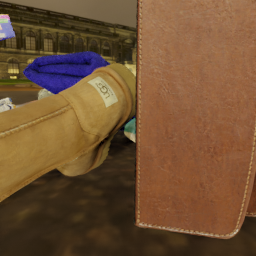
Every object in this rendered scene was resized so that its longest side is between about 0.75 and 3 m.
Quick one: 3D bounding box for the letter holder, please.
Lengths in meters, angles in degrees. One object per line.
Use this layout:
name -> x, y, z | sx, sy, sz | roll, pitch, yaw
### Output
letter holder -> 0.944, -0.254, 2.541 | 1.553, 2.185, 1.099 | 3, 10, 17

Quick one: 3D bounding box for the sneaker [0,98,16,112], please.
sneaker -> -3.963, -0.498, 8.457 | 0.925, 0.790, 2.098 | -5, 10, -29

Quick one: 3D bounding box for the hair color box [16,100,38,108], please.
hair color box -> -3.831, -0.788, 10.954 | 0.644, 0.371, 1.161 | 7, 21, 37

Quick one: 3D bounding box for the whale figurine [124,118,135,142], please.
whale figurine -> 1.287, -0.237, 4.984 | 2.644, 1.372, 2.103 | -3, 10, -15

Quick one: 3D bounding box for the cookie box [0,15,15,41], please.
cookie box -> -2.750, -1.630, 4.872 | 1.121, 0.421, 0.959 | -8, 19, 17

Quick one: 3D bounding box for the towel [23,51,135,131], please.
towel -> -0.518, -0.541, 5.902 | 2.089, 0.701, 2.829 | 5, -17, 38

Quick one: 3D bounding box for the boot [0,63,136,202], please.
boot -> -1.158, 0.364, 2.549 | 2.362, 0.781, 2.069 | -31, -15, -38

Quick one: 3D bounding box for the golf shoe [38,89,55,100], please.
golf shoe -> -2.442, -1.001, 11.710 | 2.894, 1.133, 1.407 | 11, -4, 26
